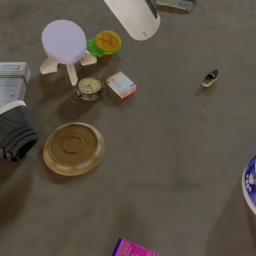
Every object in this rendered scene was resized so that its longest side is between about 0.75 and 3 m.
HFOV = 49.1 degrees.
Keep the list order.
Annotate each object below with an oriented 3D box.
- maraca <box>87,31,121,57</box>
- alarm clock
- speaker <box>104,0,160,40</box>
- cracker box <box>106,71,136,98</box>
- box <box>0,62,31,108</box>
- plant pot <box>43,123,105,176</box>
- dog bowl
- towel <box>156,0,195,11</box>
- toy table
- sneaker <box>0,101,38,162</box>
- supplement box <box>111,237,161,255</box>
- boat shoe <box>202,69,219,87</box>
[{"bbox_3d":[-0.831,-2.991,9.939,1.347,0.721,0.924,-35,76,-29],"label":"maraca"},{"bbox_3d":[-1.278,-1.197,8.853,0.878,0.433,1.301,35,59,22],"label":"alarm clock"},{"bbox_3d":[-0.058,-3.142,6.734,0.945,2.327,0.945,-10,68,25],"label":"speaker"},{"bbox_3d":[-0.221,-1.416,9.121,0.582,0.251,0.869,-31,59,-21],"label":"cracker box"},{"bbox_3d":[-4.246,-1.034,8.686,1.930,0.510,2.475,-1,53,-1],"label":"box"},{"bbox_3d":[-1.503,0.491,7.756,1.718,0.236,1.718,0,54,-1],"label":"plant pot"},{"bbox_3d":[4.005,1.365,6.721,2.229,0.878,2.229,0,54,0],"label":"dog bowl"},{"bbox_3d":[2.136,-5.746,12.304,1.614,0.279,1.554,16,59,9],"label":"towel"},{"bbox_3d":[-2.046,-2.474,9.284,1.938,1.235,2.109,-6,54,-4],"label":"toy table"},{"bbox_3d":[-3.574,0.524,7.300,2.673,0.945,1.326,-34,81,-6],"label":"sneaker"},{"bbox_3d":[0.361,2.947,5.639,1.512,0.765,0.781,20,57,14],"label":"supplement box"},{"bbox_3d":[2.786,-1.705,9.313,0.315,0.279,0.860,30,60,20],"label":"boat shoe"}]
